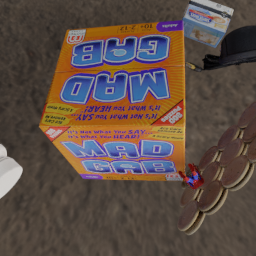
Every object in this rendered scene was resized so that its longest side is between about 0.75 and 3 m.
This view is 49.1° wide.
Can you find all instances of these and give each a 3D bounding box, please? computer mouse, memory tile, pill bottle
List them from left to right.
[{"bbox_3d":[-2.475,0.403,4.264,1.575,0.897,0.897,39,72,6],"label":"pill bottle"},{"bbox_3d":[1.777,0.711,5.249,0.209,2.495,1.912,35,27,-3],"label":"memory tile"},{"bbox_3d":[2.190,-1.721,6.242,2.057,2.929,0.674,-4,98,29],"label":"computer mouse"}]

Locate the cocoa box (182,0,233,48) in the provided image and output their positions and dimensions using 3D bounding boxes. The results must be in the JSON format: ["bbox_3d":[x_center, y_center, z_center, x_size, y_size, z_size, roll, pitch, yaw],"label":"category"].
[{"bbox_3d":[2.236,-3.109,8.231,1.285,0.857,0.843,22,76,2],"label":"cocoa box"}]

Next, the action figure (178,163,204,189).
[{"bbox_3d":[1.056,0.770,4.816,0.306,0.938,0.464,-36,53,7],"label":"action figure"}]

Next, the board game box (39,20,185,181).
[{"bbox_3d":[-0.008,-0.427,5.802,2.334,2.336,2.335,-1,59,11],"label":"board game box"}]
